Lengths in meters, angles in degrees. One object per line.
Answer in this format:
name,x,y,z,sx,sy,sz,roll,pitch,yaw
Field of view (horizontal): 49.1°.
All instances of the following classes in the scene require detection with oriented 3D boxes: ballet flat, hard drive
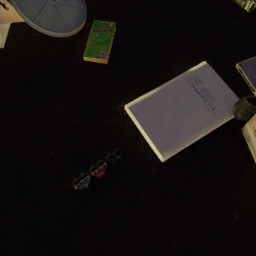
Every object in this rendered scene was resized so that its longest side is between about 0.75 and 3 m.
ballet flat,3.411,-0.576,6.827,1.951,0.554,0.648,-14,68,-24
hard drive,1.428,-0.485,7.047,2.513,0.319,1.658,-30,71,-12

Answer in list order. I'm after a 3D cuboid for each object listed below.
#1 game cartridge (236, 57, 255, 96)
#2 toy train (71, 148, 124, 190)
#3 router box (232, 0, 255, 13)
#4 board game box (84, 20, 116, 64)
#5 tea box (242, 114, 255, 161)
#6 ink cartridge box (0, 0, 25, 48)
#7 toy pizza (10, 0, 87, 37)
game cartridge,3.485,-1.385,7.518,0.707,0.209,1.090,-19,68,-12
toy train,-0.687,0.977,6.492,1.426,0.243,0.326,-36,84,-15
router box,3.847,-4.342,8.626,1.414,0.439,1.059,-39,72,-14
board game box,-0.782,-2.480,7.977,0.657,0.206,1.375,10,70,3
tea box,3.785,0.367,6.245,1.664,1.130,1.691,-12,67,-5
ink cartridge box,-4.241,-2.759,7.189,1.558,0.918,2.706,44,39,6
toy pizza,-2.177,-3.483,7.727,2.182,0.346,2.182,10,71,-31
